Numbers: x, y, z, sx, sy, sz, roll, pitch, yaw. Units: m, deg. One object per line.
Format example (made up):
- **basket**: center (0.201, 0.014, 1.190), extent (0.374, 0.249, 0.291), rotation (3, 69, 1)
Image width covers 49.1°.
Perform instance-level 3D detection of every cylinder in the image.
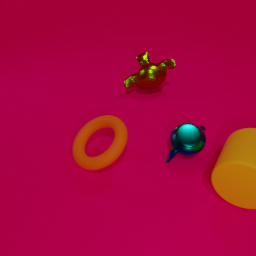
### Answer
- **cylinder**: center (2.828, 0.923, 6.576), extent (1.373, 1.373, 1.373), rotation (21, 43, 22)

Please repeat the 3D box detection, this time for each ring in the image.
- **ring**: center (-0.760, 0.360, 7.413), extent (1.625, 0.325, 1.625), rotation (-17, 49, 20)

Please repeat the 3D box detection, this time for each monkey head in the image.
- **monkey head**: center (0.699, -2.040, 9.825), extent (1.887, 1.358, 1.137), rotation (-23, 4, 9)

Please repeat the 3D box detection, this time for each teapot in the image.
- **teapot**: center (1.595, 0.409, 7.696), extent (1.567, 0.767, 0.974), rotation (-37, 60, -19)
